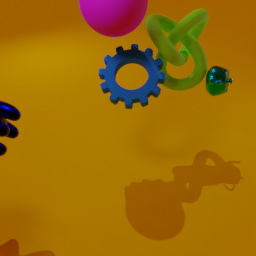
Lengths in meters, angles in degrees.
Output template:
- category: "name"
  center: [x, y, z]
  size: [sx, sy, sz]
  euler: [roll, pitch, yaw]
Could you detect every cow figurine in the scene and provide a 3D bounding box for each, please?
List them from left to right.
- category: "cow figurine"
  center: [-2.503, -0.112, 4.538]
  size: [1.371, 1.393, 0.765]
  euler: [28, 52, -7]

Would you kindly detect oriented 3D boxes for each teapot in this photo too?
- category: "teapot"
  center: [2.168, -1.107, 6.591]
  size: [0.564, 0.716, 1.151]
  euler: [6, 16, 29]

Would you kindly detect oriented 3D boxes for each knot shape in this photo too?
- category: "knot shape"
  center: [1.192, -1.733, 6.443]
  size: [1.895, 1.773, 0.876]
  euler: [-20, 23, -34]

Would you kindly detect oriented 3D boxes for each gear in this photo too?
- category: "gear"
  center: [0.082, -1.106, 5.972]
  size: [1.382, 0.256, 1.382]
  euler: [-1, 75, 4]

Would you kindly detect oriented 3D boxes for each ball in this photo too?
- category: "ball"
  center: [-0.270, -2.377, 5.251]
  size: [1.284, 1.284, 1.284]
  euler: [0, 38, 0]
